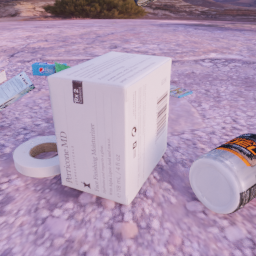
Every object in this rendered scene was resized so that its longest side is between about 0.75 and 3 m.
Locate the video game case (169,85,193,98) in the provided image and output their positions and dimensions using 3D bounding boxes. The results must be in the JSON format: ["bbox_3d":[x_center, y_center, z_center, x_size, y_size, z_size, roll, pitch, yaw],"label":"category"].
[{"bbox_3d":[2.134,-1.700,12.876,0.982,0.122,1.373,-21,33,-37],"label":"video game case"}]

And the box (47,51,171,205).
[{"bbox_3d":[-0.239,-0.201,6.818,1.804,2.746,2.761,11,29,23],"label":"box"}]

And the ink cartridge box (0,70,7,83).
[{"bbox_3d":[-6.938,-2.496,14.020,1.113,0.532,1.268,1,27,4],"label":"ink cartridge box"}]

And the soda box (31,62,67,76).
[{"bbox_3d":[-4.290,-3.223,15.387,1.840,0.624,0.590,4,26,9],"label":"soda box"}]

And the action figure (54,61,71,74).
[{"bbox_3d":[-3.194,-2.998,14.956,1.501,0.887,0.410,5,-22,-33],"label":"action figure"}]

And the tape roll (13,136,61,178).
[{"bbox_3d":[-2.233,0.736,7.696,1.747,0.319,1.747,-1,27,0],"label":"tape roll"}]

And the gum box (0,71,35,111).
[{"bbox_3d":[-3.065,-0.686,6.726,1.687,0.376,1.434,-36,12,-10],"label":"gum box"}]

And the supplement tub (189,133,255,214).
[{"bbox_3d":[2.512,0.898,6.253,2.133,1.307,1.307,-20,32,-35],"label":"supplement tub"}]

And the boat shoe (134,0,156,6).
[{"bbox_3d":[1.064,-5.295,10.945,1.746,0.660,0.527,-24,52,17],"label":"boat shoe"}]
